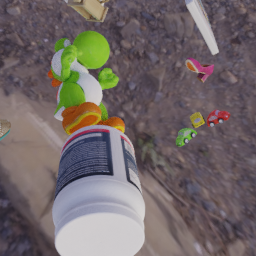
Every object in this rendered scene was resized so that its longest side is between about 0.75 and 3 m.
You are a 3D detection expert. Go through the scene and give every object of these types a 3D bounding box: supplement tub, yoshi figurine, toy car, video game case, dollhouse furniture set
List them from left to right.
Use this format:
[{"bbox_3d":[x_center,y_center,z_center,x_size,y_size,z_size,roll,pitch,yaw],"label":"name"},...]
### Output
[{"bbox_3d":[-0.876,-2.904,5.789,0.585,1.052,0.931,20,88,36],"label":"dollhouse furniture set"},{"bbox_3d":[-0.824,-1.121,5.918,1.552,1.558,2.772,-7,54,-22],"label":"yoshi figurine"},{"bbox_3d":[-0.415,0.870,3.995,1.208,1.208,1.722,-6,34,-3],"label":"supplement tub"},{"bbox_3d":[1.484,-0.029,6.195,1.170,1.244,0.277,-37,100,-16],"label":"toy car"},{"bbox_3d":[1.905,-3.200,7.644,0.219,1.902,1.733,-22,52,26],"label":"video game case"}]

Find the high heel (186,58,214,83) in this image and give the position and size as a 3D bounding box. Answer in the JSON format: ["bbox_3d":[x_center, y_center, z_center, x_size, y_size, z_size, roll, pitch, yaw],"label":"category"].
[{"bbox_3d":[1.707,-1.492,6.535,0.360,1.068,0.512,36,94,43],"label":"high heel"}]

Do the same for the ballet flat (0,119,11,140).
[{"bbox_3d":[-2.713,0.263,4.020,0.722,0.669,2.049,18,45,42],"label":"ballet flat"}]

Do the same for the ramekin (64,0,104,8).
[{"bbox_3d":[-1.048,-3.466,6.575,1.441,1.441,0.671,26,69,12],"label":"ramekin"}]
